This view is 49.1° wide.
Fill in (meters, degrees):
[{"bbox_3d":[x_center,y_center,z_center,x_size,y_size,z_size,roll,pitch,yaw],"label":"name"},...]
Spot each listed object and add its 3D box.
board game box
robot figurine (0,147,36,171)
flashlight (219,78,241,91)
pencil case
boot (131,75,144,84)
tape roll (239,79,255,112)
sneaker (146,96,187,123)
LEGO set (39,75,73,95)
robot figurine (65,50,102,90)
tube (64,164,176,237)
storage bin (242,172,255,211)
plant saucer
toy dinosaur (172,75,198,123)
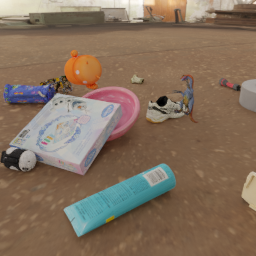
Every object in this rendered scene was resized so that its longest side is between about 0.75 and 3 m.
[{"bbox_3d":[-1.883,0.039,8.934,2.602,0.567,2.615,11,48,25],"label":"board game box"},{"bbox_3d":[-3.143,0.908,8.036,1.007,0.628,0.757,8,36,16],"label":"robot figurine"},{"bbox_3d":[5.403,-2.332,14.908,0.416,0.417,1.227,-12,28,-23],"label":"flashlight"},{"bbox_3d":[-4.451,-1.538,12.694,2.304,0.899,1.001,1,15,4],"label":"pencil case"},{"bbox_3d":[0.594,-2.759,15.890,0.689,0.321,0.891,7,33,17],"label":"boot"},{"bbox_3d":[6.406,-1.417,12.506,2.623,0.867,2.623,0,27,0],"label":"tape roll"},{"bbox_3d":[1.667,-0.882,11.350,2.131,0.934,0.806,-19,30,-37],"label":"sneaker"},{"bbox_3d":[-3.528,-1.962,13.971,1.226,0.924,1.594,-16,5,46],"label":"LEGO set"},{"bbox_3d":[-1.802,-2.306,11.143,1.181,1.456,2.025,0,8,-32],"label":"robot figurine"},{"bbox_3d":[-0.112,1.626,6.624,2.665,0.672,1.032,-19,21,-24],"label":"tube"},{"bbox_3d":[4.180,1.464,6.460,2.114,0.990,2.098,-17,31,-31],"label":"storage bin"},{"bbox_3d":[-0.801,-0.438,9.978,2.575,0.653,2.575,-8,45,8],"label":"plant saucer"},{"bbox_3d":[1.736,-0.953,8.287,0.661,1.259,1.143,10,69,46],"label":"toy dinosaur"}]
